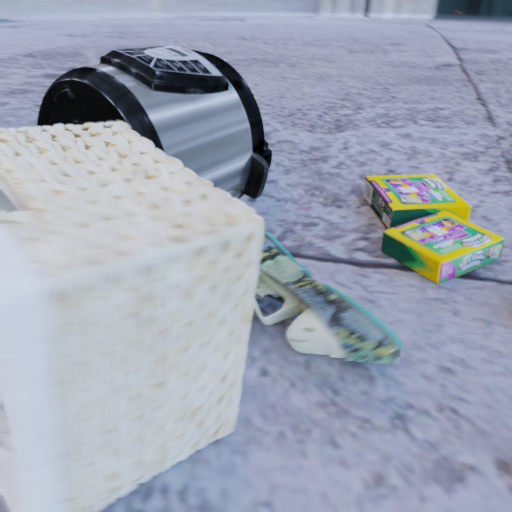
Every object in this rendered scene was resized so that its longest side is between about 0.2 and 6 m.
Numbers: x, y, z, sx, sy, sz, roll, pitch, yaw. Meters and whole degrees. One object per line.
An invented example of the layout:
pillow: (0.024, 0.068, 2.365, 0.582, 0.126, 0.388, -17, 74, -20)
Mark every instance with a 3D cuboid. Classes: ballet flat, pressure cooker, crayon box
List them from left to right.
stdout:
pressure cooker: (-1.488, -1.863, 9.151, 2.883, 2.838, 3.227, -14, 12, 45)
ballet flat: (0.550, 0.656, 6.711, 0.967, 0.967, 2.605, -17, 36, -29)
crayon box: (2.798, -0.966, 9.948, 1.365, 0.461, 1.582, -2, 29, -6)
crayon box: (2.821, -0.161, 8.526, 1.366, 0.398, 1.178, -18, 35, -26)

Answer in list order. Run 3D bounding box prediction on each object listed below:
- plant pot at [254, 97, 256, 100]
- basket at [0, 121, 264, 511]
plant pot: (-0.662, -3.145, 13.289, 1.205, 1.099, 1.211, 5, 29, 11)
basket: (-1.583, 0.387, 4.979, 2.140, 2.661, 2.637, -20, 41, -34)
